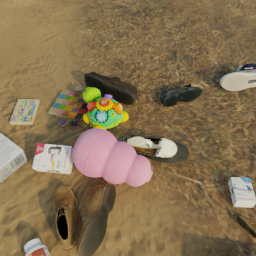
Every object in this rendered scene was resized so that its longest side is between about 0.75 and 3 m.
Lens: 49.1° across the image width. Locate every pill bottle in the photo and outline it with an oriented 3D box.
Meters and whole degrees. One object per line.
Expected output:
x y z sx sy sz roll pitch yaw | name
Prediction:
-2.492 3.728 7.868 0.634 0.634 1.130 -27 54 -22 | pill bottle

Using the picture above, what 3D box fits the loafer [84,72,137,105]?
-0.746 -1.885 12.761 2.638 0.963 0.941 26 49 9 | loafer

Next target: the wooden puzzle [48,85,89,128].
-2.479 -0.996 12.378 1.550 0.184 2.614 13 50 11 | wooden puzzle

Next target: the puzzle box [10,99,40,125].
-4.454 -0.716 12.130 0.942 0.180 1.415 -1 48 0 | puzzle box

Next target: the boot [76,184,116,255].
-1.155 2.818 8.667 0.934 0.911 2.476 -1 40 20 | boot

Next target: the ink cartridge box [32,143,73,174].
-2.664 1.104 10.095 1.292 0.553 0.954 3 69 4 | ink cartridge box

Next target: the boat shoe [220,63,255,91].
5.366 -2.467 13.322 2.516 0.939 1.167 -4 40 -12 | boat shoe

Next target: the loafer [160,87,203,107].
2.376 -1.557 12.557 1.973 0.718 0.713 -13 45 -13 | loafer

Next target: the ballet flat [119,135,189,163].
0.949 0.743 10.316 2.658 0.909 0.904 6 70 7 | ballet flat

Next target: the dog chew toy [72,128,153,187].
-0.474 1.111 9.606 2.750 1.713 1.713 22 52 8 | dog chew toy

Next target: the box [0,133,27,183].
-4.651 1.068 10.172 1.374 0.721 1.264 30 55 23 | box

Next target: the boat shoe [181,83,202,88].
2.977 -1.899 13.076 1.055 0.340 0.376 -9 49 -8 | boat shoe

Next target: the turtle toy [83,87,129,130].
-1.094 -0.828 11.588 1.628 1.129 2.233 -30 55 -24 | turtle toy

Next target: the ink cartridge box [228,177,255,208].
3.836 2.155 9.432 0.674 0.395 0.920 2 47 1 | ink cartridge box

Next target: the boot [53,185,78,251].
-1.976 2.606 8.760 0.794 0.814 2.157 -13 48 -9 | boot

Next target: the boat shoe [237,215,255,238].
3.819 3.051 8.713 0.309 0.327 0.909 -31 64 -30 | boat shoe
